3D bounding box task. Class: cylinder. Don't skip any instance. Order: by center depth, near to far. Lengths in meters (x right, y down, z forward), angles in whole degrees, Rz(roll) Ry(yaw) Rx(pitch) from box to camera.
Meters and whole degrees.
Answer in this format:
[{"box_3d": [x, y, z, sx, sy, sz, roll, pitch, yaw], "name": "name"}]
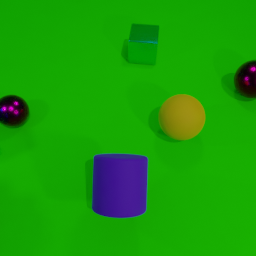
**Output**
[{"box_3d": [-0.159, 1.102, 5.616, 1.091, 1.091, 1.091, 2, 90, 1], "name": "cylinder"}]

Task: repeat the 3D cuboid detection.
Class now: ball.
[{"box_3d": [1.335, -0.265, 6.989, 1.142, 1.142, 1.142, 0, 55, 0], "name": "ball"}, {"box_3d": [-3.054, -0.455, 7.388, 0.855, 0.855, 0.855, 0, 55, 0], "name": "ball"}, {"box_3d": [3.539, -1.366, 7.856, 1.080, 1.080, 1.080, 0, 55, 0], "name": "ball"}]

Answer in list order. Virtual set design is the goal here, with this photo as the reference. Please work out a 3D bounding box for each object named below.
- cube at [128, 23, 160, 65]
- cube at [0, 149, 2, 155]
[{"box_3d": [0.496, -2.642, 8.860, 0.888, 0.888, 0.888, 6, 56, 4], "name": "cube"}, {"box_3d": [-4.021, 0.126, 6.719, 1.254, 1.254, 1.254, -25, 59, -16], "name": "cube"}]
